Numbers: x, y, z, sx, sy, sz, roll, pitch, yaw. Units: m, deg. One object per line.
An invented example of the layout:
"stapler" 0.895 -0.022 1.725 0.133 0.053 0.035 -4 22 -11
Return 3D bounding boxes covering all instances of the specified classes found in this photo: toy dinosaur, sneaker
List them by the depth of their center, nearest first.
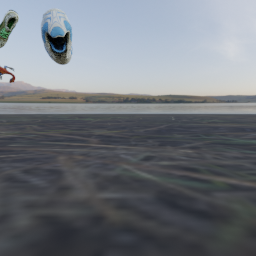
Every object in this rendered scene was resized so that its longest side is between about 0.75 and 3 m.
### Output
"sneaker" -1.915 -2.243 7.639 0.839 0.846 2.334 -2 -13 -9
"sneaker" -3.502 -2.801 7.991 0.450 1.170 0.518 24 14 -36
"toy dinosaur" -4.010 -1.751 8.721 0.943 0.545 1.039 23 2 13
